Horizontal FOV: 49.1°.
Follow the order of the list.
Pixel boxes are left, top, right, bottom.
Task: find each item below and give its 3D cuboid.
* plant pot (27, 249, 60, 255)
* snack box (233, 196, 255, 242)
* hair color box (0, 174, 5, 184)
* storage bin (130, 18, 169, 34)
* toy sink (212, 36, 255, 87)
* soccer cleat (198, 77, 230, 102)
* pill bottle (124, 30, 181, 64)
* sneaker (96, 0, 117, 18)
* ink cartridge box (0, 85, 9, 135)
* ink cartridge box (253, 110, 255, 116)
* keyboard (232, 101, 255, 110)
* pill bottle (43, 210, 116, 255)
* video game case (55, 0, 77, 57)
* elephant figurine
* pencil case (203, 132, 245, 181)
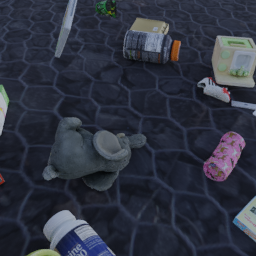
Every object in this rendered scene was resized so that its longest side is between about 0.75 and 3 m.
[{"bbox_3d":[-2.930,3.695,5.193,2.649,2.881,2.881,-2,45,15],"label":"plant pot"},{"bbox_3d":[3.886,2.768,7.460,1.053,0.336,1.813,-31,54,-27],"label":"snack box"},{"bbox_3d":[-5.058,1.737,8.186,1.195,0.721,2.355,35,55,30],"label":"hair color box"},{"bbox_3d":[1.013,-4.765,14.366,1.797,0.848,1.810,13,47,11],"label":"storage bin"},{"bbox_3d":[4.596,-2.963,12.033,1.565,1.345,2.401,7,38,7],"label":"toy sink"},{"bbox_3d":[3.510,-1.511,11.474,0.706,0.569,1.658,-23,46,-9],"label":"soccer cleat"},{"bbox_3d":[1.143,-3.725,13.023,2.513,1.335,1.335,11,47,10],"label":"pill bottle"},{"bbox_3d":[-0.841,-4.750,11.093,0.689,0.631,1.617,2,13,11],"label":"sneaker"},{"bbox_3d":[-5.369,-0.452,10.196,1.473,0.846,2.514,-6,46,-6],"label":"ink cartridge box"},{"bbox_3d":[5.520,-0.045,9.916,1.199,0.691,2.070,-36,56,-29],"label":"ink cartridge box"},{"bbox_3d":[4.718,-0.900,11.199,1.113,0.059,0.313,11,42,10],"label":"keyboard"},{"bbox_3d":[-1.162,2.959,6.745,1.099,1.099,1.980,-34,55,-28],"label":"pill bottle"},{"bbox_3d":[-2.104,-3.654,9.644,0.219,1.982,1.804,15,72,-19],"label":"video game case"},{"bbox_3d":[-0.777,0.790,8.475,2.878,2.036,2.233,14,75,-8],"label":"elephant figurine"},{"bbox_3d":[3.117,0.885,9.019,1.779,0.736,0.770,-44,102,-34],"label":"pencil case"}]
